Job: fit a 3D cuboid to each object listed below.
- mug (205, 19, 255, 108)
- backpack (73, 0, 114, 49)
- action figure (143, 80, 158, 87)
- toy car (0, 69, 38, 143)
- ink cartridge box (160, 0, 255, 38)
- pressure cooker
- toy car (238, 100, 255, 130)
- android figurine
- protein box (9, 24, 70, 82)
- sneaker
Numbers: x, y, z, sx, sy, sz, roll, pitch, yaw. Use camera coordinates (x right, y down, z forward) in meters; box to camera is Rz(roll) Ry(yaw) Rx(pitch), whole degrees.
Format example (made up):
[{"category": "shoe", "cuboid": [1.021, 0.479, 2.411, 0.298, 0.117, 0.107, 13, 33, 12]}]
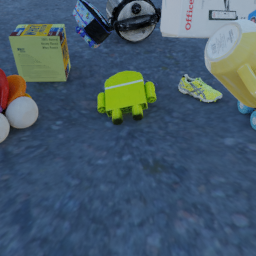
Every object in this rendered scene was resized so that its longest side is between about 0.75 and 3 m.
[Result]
[{"category": "mug", "cuboid": [2.412, -1.292, 5.414, 1.511, 1.474, 1.840, 23, 10, -30]}, {"category": "backpack", "cuboid": [-1.280, -3.511, 9.354, 0.973, 1.446, 1.320, -41, 14, 17]}, {"category": "action figure", "cuboid": [0.473, -1.531, 10.217, 1.177, 0.616, 1.139, 2, 39, -39]}, {"category": "toy car", "cuboid": [-4.003, -0.798, 8.179, 2.096, 1.796, 2.395, 29, 47, 29]}, {"category": "ink cartridge box", "cuboid": [2.016, -2.947, 6.511, 2.263, 1.652, 0.954, -6, 22, -17]}, {"category": "pressure cooker", "cuboid": [0.173, -5.336, 13.293, 2.233, 2.199, 2.500, 26, 27, -37]}, {"category": "toy car", "cuboid": [4.603, -1.083, 8.430, 1.768, 1.918, 1.696, -6, 40, -6]}, {"category": "android figurine", "cuboid": [-0.083, -1.087, 9.176, 1.945, 0.439, 2.137, -13, 53, 8]}, {"category": "protein box", "cuboid": [-3.257, -2.850, 10.663, 1.793, 1.806, 1.218, -1, 39, -1]}, {"category": "sneaker", "cuboid": [2.516, -1.385, 9.827, 1.613, 0.616, 0.608, 23, 43, 25]}]
